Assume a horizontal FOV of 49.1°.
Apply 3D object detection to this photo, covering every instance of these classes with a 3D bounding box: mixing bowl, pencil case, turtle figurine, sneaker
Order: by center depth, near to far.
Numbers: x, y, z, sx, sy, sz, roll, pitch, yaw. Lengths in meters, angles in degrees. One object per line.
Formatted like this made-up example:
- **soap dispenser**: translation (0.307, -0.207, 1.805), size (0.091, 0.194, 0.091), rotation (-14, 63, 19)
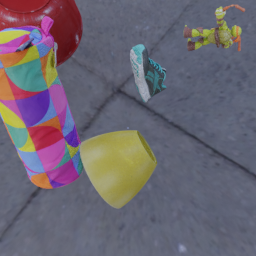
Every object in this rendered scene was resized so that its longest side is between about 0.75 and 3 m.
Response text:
- **pencil case**: translation (-1.494, -0.280, 4.709), size (1.242, 2.810, 1.242), rotation (-4, 36, 3)
- **sneaker**: translation (0.477, -1.227, 5.995), size (0.695, 1.523, 0.591), rotation (-23, 58, -3)
- **mixing bowl**: translation (-2.280, -2.725, 6.308), size (2.601, 1.409, 2.601), rotation (3, 78, -12)
- **turtle figurine**: translation (1.994, -2.060, 6.372), size (1.301, 1.613, 0.519), rotation (-3, 72, 25)

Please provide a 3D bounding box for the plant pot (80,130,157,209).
- **plant pot**: translation (-0.061, 0.563, 4.817), size (0.931, 1.312, 1.312), rotation (-32, 67, 9)
